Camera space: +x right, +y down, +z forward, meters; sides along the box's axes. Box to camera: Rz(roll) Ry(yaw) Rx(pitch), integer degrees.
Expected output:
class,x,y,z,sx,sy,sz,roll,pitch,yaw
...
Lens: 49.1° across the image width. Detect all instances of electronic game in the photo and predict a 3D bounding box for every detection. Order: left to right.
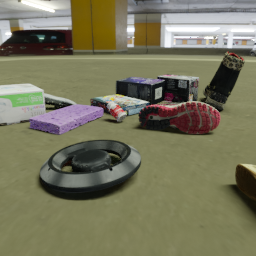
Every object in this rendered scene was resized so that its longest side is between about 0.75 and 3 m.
class,x,y,z,sx,sy,sz,roll,pitch,yaw
electronic game,-0.851,0.822,6.514,2.328,0.485,2.328,-6,19,2

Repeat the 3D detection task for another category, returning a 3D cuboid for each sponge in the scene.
class,x,y,z,sx,sy,sz,roll,pitch,yaw
sponge,-2.195,-0.398,10.411,1.432,0.383,2.567,10,20,28

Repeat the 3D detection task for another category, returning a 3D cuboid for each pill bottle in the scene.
class,x,y,z,sx,sy,sz,roll,pitch,yaw
pill bottle,-0.439,-0.626,10.480,0.426,0.426,0.759,-20,61,-46

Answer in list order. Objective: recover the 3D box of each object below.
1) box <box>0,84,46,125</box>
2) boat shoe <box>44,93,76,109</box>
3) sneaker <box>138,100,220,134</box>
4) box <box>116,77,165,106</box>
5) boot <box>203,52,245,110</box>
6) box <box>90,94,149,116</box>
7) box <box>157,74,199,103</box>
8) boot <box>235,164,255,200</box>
class,x,y,z,sx,sy,sz,roll,pitch,yaw
box,-4.701,-0.940,10.833,2.428,1.174,2.143,-10,19,-30
boat shoe,-3.128,-1.100,12.309,1.677,0.475,0.576,14,-9,-9
sneaker,1.756,-0.484,9.566,2.694,1.086,1.006,6,17,20
box,0.603,-1.819,13.624,2.004,1.046,1.483,11,22,29
boot,4.349,-2.260,12.676,1.099,2.299,3.043,21,25,6
box,-0.389,-1.012,12.175,1.519,0.419,2.224,-15,24,-38
box,2.453,-1.987,13.878,1.819,1.202,1.044,14,23,37
boot,3.158,1.181,5.134,1.572,0.736,2.022,-3,15,-8
